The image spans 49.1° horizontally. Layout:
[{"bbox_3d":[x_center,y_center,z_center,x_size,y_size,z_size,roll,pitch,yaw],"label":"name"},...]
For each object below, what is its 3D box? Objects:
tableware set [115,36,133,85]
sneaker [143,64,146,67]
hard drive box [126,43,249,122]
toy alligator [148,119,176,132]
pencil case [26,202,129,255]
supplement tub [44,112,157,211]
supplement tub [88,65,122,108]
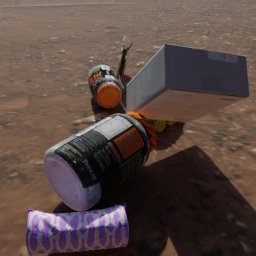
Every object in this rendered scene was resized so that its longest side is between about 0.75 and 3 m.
[{"bbox_3d":[-0.152,-2.726,11.520,0.486,1.602,2.423,13,32,-5],"label":"tableware set"},{"bbox_3d":[1.754,-2.149,10.906,2.477,0.991,0.913,20,1,22],"label":"sneaker"},{"bbox_3d":[1.266,-0.916,6.868,1.987,0.979,2.550,3,-11,-18],"label":"hard drive box"},{"bbox_3d":[1.213,-0.580,8.901,2.675,0.726,0.793,-27,42,-35],"label":"toy alligator"},{"bbox_3d":[-0.865,1.797,5.048,1.862,0.781,0.796,-1,62,-11],"label":"pencil case"},{"bbox_3d":[-0.520,0.610,6.368,1.492,1.492,2.435,26,40,34],"label":"supplement tub"},{"bbox_3d":[-0.815,-1.474,9.945,1.073,1.073,1.751,-8,33,-12],"label":"supplement tub"}]
